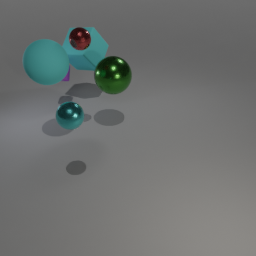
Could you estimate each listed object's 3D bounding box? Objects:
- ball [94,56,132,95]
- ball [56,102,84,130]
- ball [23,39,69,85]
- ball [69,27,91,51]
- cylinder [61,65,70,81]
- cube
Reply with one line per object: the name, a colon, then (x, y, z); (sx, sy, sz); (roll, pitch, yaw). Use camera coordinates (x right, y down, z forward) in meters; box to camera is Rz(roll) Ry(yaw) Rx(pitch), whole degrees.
ball: (-0.553, -1.938, 10.327); (1.400, 1.400, 1.400); (0, 31, 0)
ball: (-1.433, -0.304, 6.931); (0.700, 0.700, 0.700); (0, 31, 0)
ball: (-2.549, -2.045, 8.750); (1.400, 1.400, 1.400); (0, 31, 0)
ball: (-1.514, -2.810, 8.844); (0.700, 0.700, 0.700); (0, 31, 0)
cylinder: (-2.948, -2.471, 12.457); (0.700, 0.700, 0.700); (4, 2, 0)
cube: (-1.975, -3.577, 12.781); (1.400, 1.400, 1.400); (10, 75, 29)
